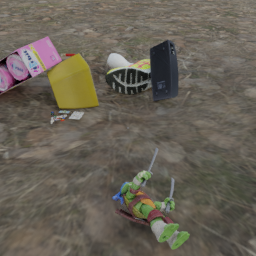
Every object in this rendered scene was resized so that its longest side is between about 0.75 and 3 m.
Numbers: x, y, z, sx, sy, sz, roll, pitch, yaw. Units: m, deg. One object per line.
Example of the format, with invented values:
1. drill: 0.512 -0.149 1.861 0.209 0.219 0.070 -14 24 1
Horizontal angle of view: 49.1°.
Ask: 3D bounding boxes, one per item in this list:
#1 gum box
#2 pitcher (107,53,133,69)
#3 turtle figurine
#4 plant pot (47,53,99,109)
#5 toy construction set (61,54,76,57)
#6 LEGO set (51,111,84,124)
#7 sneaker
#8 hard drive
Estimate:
1. gum box: -3.802 -1.924 9.377 2.764 0.914 1.569 -15 23 32
2. pitcher: -0.321 -2.572 11.377 1.002 0.607 0.859 25 -7 -1
3. turtle figurine: 0.584 1.262 5.080 1.550 1.115 1.503 -17 39 -20
4. plant pot: -1.880 -1.430 9.230 1.261 1.430 1.430 -19 37 -12
5. toy construction set: -2.302 -2.127 10.406 0.983 1.279 1.067 6 24 16
6. LEGO set: -1.905 -0.331 8.532 1.003 0.246 0.749 4 19 0
7. sneaker: 0.406 -1.963 10.221 2.618 1.023 1.182 -8 38 -16
8. hard drive: 1.172 -1.819 9.118 0.381 1.801 1.215 -5 2 -26
